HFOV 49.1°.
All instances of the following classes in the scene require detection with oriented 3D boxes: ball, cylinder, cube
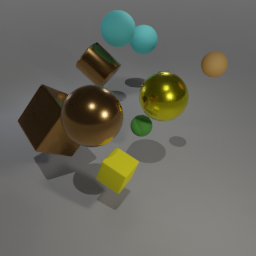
[{"bbox_3d":[0.772,-4.393,13.955,1.400,1.400,1.400,0,31,0],"label":"ball"},{"bbox_3d":[1.009,-0.883,7.935,1.400,1.400,1.400,0,31,0],"label":"ball"},{"bbox_3d":[0.427,-0.072,8.900,0.700,0.700,0.700,0,31,0],"label":"ball"},{"bbox_3d":[-0.803,-0.265,6.308,1.400,1.400,1.400,0,31,0],"label":"ball"},{"bbox_3d":[2.354,-1.737,7.641,0.700,0.700,0.700,0,31,0],"label":"ball"},{"bbox_3d":[-1.259,-2.663,12.002,1.400,1.400,1.400,43,36,-5],"label":"cylinder"},{"bbox_3d":[-0.266,1.068,7.060,0.700,0.700,0.700,32,39,13],"label":"cube"},{"bbox_3d":[-2.086,-0.181,8.262,1.400,1.400,1.400,47,16,33],"label":"cube"},{"bbox_3d":[-0.405,-3.996,11.300,1.400,1.400,1.400,0,31,0],"label":"ball"}]
